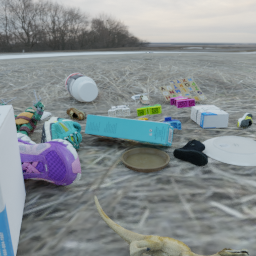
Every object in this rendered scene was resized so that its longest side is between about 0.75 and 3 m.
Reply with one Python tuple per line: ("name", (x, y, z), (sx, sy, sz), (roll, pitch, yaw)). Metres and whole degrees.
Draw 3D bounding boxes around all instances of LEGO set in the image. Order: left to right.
("LEGO set", (0.812, -0.414, 10.036), (2.927, 1.116, 1.201), (-7, 16, -1))

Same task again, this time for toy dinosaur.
("toy dinosaur", (0.423, 1.892, 4.243), (2.644, 0.769, 1.337), (13, 7, 15))

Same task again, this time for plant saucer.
("plant saucer", (0.474, 0.866, 7.603), (1.325, 0.195, 1.325), (0, 20, 0))

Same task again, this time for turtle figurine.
("turtle figurine", (-3.583, -0.321, 9.499), (1.814, 1.220, 2.423), (-12, 33, 10))

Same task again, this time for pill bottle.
("pill bottle", (-2.340, -2.041, 14.279), (1.278, 1.278, 2.309), (-9, 21, -23))

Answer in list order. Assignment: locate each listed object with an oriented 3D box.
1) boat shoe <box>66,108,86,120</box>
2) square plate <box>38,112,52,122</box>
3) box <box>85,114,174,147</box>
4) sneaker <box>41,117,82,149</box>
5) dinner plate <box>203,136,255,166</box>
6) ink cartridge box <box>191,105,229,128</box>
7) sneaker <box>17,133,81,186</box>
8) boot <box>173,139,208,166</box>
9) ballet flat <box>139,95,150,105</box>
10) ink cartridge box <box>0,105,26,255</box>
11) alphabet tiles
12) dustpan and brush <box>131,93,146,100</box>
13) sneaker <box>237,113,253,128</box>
("boat shoe", (-2.191, -0.572, 11.427), (1.062, 0.402, 0.392), (15, 27, 38))
("square plate", (-3.981, -0.512, 11.590), (1.203, 0.171, 1.191), (5, 20, 14))
("box", (0.050, 0.080, 8.634), (2.538, 0.624, 1.044), (7, -5, 18))
("sneaker", (-1.895, 0.267, 8.149), (1.106, 1.077, 2.778), (6, 18, -7))
("dinner plate", (3.244, 0.583, 8.381), (2.075, 0.251, 2.075), (-1, 19, 0))
("ink cartridge box", (3.118, -0.458, 10.827), (0.973, 0.562, 1.333), (-3, 19, -8))
("sneaker", (-2.274, 0.809, 6.351), (2.712, 1.091, 1.199), (6, 14, 34))
("boot", (1.940, 0.651, 7.860), (0.908, 0.413, 1.080), (-23, 23, -40))
("ballet flat", (0.797, -1.434, 13.923), (0.371, 0.367, 1.091), (-6, 20, -16))
("ink cartridge box", (-3.317, 0.956, 4.443), (2.850, 2.091, 2.081), (-6, 20, -13))
("alphabet tiles", (2.653, -1.851, 13.995), (2.081, 0.079, 1.740), (-10, 51, -16))
("dustpan and brush", (0.633, -1.702, 14.895), (0.809, 0.232, 0.565), (-6, 20, -16))
("sneaker", (4.515, -0.236, 10.582), (0.447, 0.394, 1.057), (24, 38, 37))
